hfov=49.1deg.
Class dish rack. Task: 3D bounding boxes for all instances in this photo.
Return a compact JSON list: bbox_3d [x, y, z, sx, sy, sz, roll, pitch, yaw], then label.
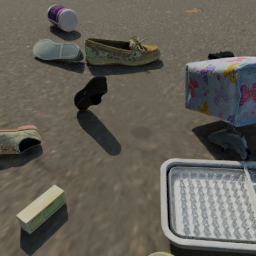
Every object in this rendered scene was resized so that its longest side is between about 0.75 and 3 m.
[{"bbox_3d":[1.767,1.436,5.223,2.334,0.508,2.003,3,38,4],"label":"dish rack"}]

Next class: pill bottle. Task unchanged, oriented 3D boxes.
[{"bbox_3d":[-3.388,-5.621,14.209,1.043,1.043,1.854,-25,44,-29],"label":"pill bottle"}]

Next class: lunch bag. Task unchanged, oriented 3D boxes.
[{"bbox_3d":[3.027,-0.983,6.951,2.531,1.609,2.147,-11,18,-18],"label":"lunch bag"}]

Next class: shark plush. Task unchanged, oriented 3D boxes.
[{"bbox_3d":[2.411,0.442,6.506,0.609,0.664,1.462,-19,33,2],"label":"shark plush"}]

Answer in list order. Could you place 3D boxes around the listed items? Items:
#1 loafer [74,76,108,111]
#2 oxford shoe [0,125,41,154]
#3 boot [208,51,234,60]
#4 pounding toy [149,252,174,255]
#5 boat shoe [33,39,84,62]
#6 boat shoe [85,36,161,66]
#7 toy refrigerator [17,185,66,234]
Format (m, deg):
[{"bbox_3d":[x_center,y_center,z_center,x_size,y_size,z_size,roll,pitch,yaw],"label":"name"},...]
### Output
[{"bbox_3d":[-1.037,-0.835,7.693,0.557,1.526,0.544,-6,69,-35],"label":"loafer"},{"bbox_3d":[-2.829,0.373,6.623,1.546,0.547,0.571,-21,44,-26],"label":"oxford shoe"},{"bbox_3d":[3.720,-2.664,10.822,0.894,0.404,1.091,-8,35,-14],"label":"boot"},{"bbox_3d":[0.706,2.357,3.811,1.395,0.647,1.077,-11,54,50],"label":"pounding toy"},{"bbox_3d":[-2.794,-2.991,11.188,2.288,0.833,0.707,11,-6,25],"label":"boat shoe"},{"bbox_3d":[-0.174,-3.019,10.813,2.984,0.935,1.093,-6,37,-8],"label":"boat shoe"},{"bbox_3d":[-1.588,1.515,5.254,0.314,0.341,0.897,24,42,29],"label":"toy refrigerator"}]
